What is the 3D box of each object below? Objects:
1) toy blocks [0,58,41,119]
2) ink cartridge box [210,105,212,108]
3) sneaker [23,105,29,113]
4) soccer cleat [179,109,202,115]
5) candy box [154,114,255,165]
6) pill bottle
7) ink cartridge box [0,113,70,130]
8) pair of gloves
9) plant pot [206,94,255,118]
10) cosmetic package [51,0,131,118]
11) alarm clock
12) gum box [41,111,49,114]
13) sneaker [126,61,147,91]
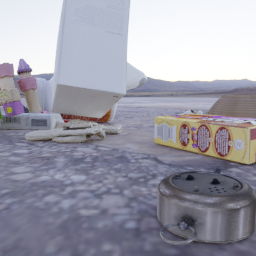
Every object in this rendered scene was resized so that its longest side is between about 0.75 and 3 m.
[{"bbox_3d":[-4.476,-1.318,8.186,2.679,2.413,2.867,-12,5,16],"label":"toy blocks"},{"bbox_3d":[4.983,-1.022,15.194,0.722,0.419,0.997,7,11,43],"label":"ink cartridge box"},{"bbox_3d":[-4.232,-0.480,10.858,0.745,0.637,1.816,-20,5,-13],"label":"sneaker"},{"bbox_3d":[2.188,-0.414,10.169,0.518,0.580,1.495,-4,8,-29],"label":"soccer cleat"},{"bbox_3d":[1.841,0.122,5.898,1.406,0.680,2.409,-6,8,-35],"label":"candy box"},{"bbox_3d":[-2.003,-1.115,10.498,2.959,1.660,1.660,3,7,-18],"label":"pill bottle"},{"bbox_3d":[-3.140,-0.340,9.895,1.715,0.506,2.142,1,9,6],"label":"ink cartridge box"},{"bbox_3d":[-1.343,0.018,7.669,1.992,0.411,2.343,2,7,16],"label":"pair of gloves"},{"bbox_3d":[3.388,-0.426,8.265,2.461,1.136,2.461,-1,9,0],"label":"plant pot"},{"bbox_3d":[-1.140,-1.916,7.729,1.678,2.729,2.721,5,-12,-17],"label":"cosmetic package"},{"bbox_3d":[0.670,0.714,2.588,0.914,0.451,1.355,5,12,31],"label":"alarm clock"},{"bbox_3d":[-3.369,-0.895,13.222,2.102,0.695,1.193,7,11,44],"label":"gum box"},{"bbox_3d":[-0.532,-2.156,9.768,1.015,1.156,2.885,-38,47,-26],"label":"sneaker"}]
